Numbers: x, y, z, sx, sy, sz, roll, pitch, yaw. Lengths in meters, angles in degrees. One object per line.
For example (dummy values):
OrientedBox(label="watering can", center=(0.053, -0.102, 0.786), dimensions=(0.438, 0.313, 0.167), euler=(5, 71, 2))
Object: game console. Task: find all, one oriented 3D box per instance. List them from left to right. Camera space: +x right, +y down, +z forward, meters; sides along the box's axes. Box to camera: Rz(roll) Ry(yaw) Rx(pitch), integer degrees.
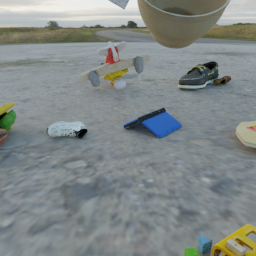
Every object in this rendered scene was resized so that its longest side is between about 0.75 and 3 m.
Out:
OrientedBox(label="game console", center=(0.626, -0.058, 7.117), dimensions=(0.958, 0.664, 1.123), euler=(-24, -2, 44))

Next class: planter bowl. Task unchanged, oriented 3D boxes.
OrientedBox(label="planter bowl", center=(1.454, -3.407, 7.988), dimensions=(2.546, 1.713, 2.546), euler=(0, 64, -1))

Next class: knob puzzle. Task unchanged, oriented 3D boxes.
OrientedBox(label="knob puzzle", center=(3.160, 0.245, 6.026), dimensions=(2.005, 0.278, 2.005), euler=(0, 20, 0))

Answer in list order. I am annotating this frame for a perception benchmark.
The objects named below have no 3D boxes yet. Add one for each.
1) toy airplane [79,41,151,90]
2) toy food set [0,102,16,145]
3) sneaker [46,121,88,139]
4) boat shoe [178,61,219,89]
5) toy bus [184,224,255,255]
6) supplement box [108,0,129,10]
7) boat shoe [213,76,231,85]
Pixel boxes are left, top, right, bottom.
OrientedBox(label="toy airplane", center=(-0.478, -2.350, 11.204), dimensions=(2.296, 1.620, 2.286), euler=(-26, -12, 36))
OrientedBox(label="toy food set", center=(-3.060, 0.066, 6.182), dimensions=(1.193, 0.662, 2.027), euler=(-24, 18, 5))
OrientedBox(label="sneaker", center=(-1.368, 0.053, 6.450), dimensions=(0.922, 0.348, 0.531), euler=(-9, 20, -29))
OrientedBox(label="boat shoe", center=(3.068, -2.310, 12.109), dimensions=(1.074, 0.907, 3.012), euler=(15, 25, 35))
OrientedBox(label="toy bus", center=(1.039, 1.329, 2.723), dimensions=(0.922, 0.505, 0.978), euler=(3, 20, 9))
OrientedBox(label="supplement box", center=(-0.347, -3.065, 5.660), dimensions=(0.861, 0.880, 1.702), euler=(30, 21, -3))
OrientedBox(label="boat shoe", center=(4.209, -2.049, 12.311), dimensions=(0.960, 0.345, 0.326), euler=(-19, 30, -21))
